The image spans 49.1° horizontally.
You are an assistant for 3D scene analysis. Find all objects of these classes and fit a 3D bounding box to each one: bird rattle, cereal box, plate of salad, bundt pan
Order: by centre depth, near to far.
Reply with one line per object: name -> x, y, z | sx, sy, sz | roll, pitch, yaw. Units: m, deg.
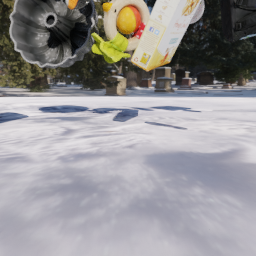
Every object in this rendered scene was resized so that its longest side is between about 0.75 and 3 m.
cereal box -> 1.047, -2.518, 5.914 | 0.499, 2.524, 1.816 | 33, 29, 11
bird rattle -> 0.128, -2.909, 8.364 | 2.432, 1.983, 1.370 | -21, 35, -19
plate of salad -> 1.575, -3.858, 8.631 | 1.596, 1.596, 0.383 | 9, 54, 50
bundt pan -> -2.241, -3.300, 9.101 | 2.978, 2.978, 1.118 | 2, -2, 16

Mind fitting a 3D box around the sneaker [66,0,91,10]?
sneaker -> -1.195, -3.566, 6.736 | 0.771, 1.677, 0.635 | 5, -15, 43

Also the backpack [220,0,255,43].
backpack -> 3.856, -3.648, 8.475 | 2.089, 1.704, 1.606 | -13, 25, -2
